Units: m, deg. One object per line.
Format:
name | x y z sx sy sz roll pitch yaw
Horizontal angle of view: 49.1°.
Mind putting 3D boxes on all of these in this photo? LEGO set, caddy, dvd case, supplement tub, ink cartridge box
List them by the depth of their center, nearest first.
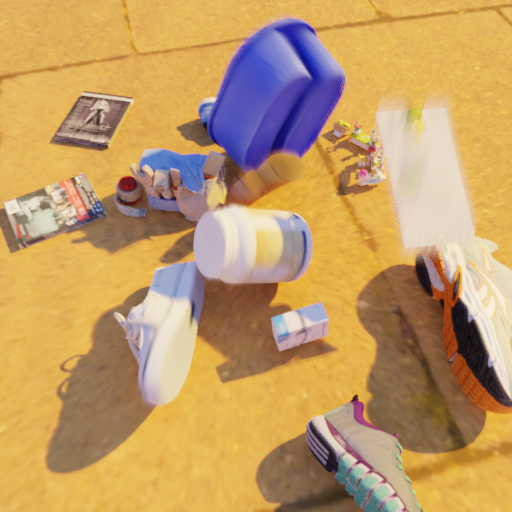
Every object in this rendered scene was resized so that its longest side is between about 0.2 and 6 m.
ink cartridge box | 0.733 1.187 9.367 0.886 0.649 0.380 -16 58 -5
supplement tub | -0.056 -0.175 9.793 1.794 1.295 1.295 1 47 -34
caddy | 0.289 -3.170 11.331 2.228 3.152 1.655 -16 60 -38
dvd case | -4.135 -0.955 11.478 1.779 0.196 1.299 -24 57 -18
LEGO set | 2.424 -2.502 12.274 0.958 0.775 2.082 -10 54 -8
dvd case | -3.789 -3.247 13.235 1.310 0.141 1.761 9 54 7

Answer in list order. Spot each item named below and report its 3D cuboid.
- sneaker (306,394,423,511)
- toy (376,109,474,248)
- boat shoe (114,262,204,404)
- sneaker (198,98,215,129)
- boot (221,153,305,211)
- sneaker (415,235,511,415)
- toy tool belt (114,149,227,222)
sneaker | 1.916 3.143 7.928 1.167 0.992 2.667 -27 57 -25
toy | 2.667 -1.257 9.152 1.298 0.532 2.254 -7 83 -16
boat shoe | -1.715 1.149 9.209 1.261 1.093 2.958 -4 40 9
sneaker | -0.410 -3.228 12.961 1.843 0.724 0.822 -8 61 3
boot | 0.118 -1.368 11.170 1.652 1.283 0.634 -33 86 -31
sneaker | 3.963 0.920 9.436 1.586 1.305 3.447 -3 54 -7
toy tool belt | -1.749 -1.624 11.190 2.345 1.441 1.464 5 53 4
